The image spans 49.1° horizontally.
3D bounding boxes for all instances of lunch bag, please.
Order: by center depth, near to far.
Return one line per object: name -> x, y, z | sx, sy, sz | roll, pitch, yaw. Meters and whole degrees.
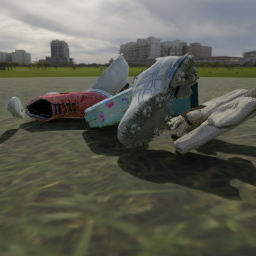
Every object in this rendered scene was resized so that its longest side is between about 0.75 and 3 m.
lunch bag -> -0.466, -0.526, 8.260 | 1.519, 0.730, 1.894 | -28, 7, -19

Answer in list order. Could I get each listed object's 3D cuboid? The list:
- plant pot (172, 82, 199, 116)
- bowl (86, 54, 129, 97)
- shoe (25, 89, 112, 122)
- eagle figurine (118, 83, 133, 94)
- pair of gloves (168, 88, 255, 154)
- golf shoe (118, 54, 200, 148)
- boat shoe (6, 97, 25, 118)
plant pot -> 1.477, -1.322, 11.116 | 2.319, 1.639, 1.638 | -1, 9, 25
bowl -> -0.615, -1.814, 10.773 | 0.921, 2.049, 2.049 | 43, 8, -10
shoe -> -2.031, -0.716, 9.738 | 2.962, 1.058, 1.347 | 3, 19, 19
eagle figurine -> -0.147, -1.270, 11.421 | 1.153, 1.147, 1.520 | 21, 8, -24
pair of gloves -> 2.072, -0.352, 6.840 | 2.310, 0.476, 2.717 | -28, 8, 11
golf shoe -> 0.512, -0.732, 6.957 | 1.392, 1.121, 2.863 | 22, 60, 39
boat shoe -> -3.425, -0.603, 8.423 | 0.410, 0.431, 1.196 | 1, -12, -8
